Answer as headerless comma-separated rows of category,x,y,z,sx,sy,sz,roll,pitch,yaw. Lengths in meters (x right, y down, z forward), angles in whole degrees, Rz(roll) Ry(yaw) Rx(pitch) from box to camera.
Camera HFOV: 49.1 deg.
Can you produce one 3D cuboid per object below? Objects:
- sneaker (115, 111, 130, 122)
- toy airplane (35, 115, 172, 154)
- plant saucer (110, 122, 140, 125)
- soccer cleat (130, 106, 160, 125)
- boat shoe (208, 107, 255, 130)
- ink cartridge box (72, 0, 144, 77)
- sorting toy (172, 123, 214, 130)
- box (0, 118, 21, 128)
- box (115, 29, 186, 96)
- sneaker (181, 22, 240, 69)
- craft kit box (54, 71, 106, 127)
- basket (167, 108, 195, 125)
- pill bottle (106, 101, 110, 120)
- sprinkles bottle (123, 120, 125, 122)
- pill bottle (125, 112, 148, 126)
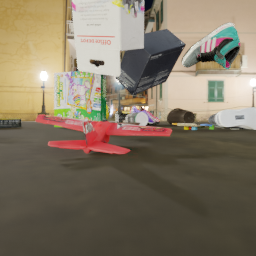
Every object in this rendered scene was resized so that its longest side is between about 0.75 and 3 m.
sneaker,-0.226,-0.635,18.738,1.250,0.891,2.520,2,7,-5
toy airplane,-0.317,0.068,3.324,1.781,0.328,1.781,6,3,0
plant saucer,-0.192,-0.119,11.263,1.393,0.223,1.393,0,1,0
soccer cleat,1.054,-0.705,16.641,0.937,1.006,2.748,3,0,38
boat shoe,3.491,-0.258,8.950,1.998,0.717,0.677,-3,-3,-23
ink cartridge box,-0.471,-2.632,6.473,1.526,2.650,0.899,16,26,37
sorting toy,2.064,-0.026,8.931,0.789,0.191,1.401,5,-1,-44
box,-5.354,-0.206,11.110,1.346,0.416,1.685,-1,1,25
box,1.044,-3.148,13.251,2.619,1.364,2.385,-26,-25,-39
sneaker,3.099,-2.583,10.145,2.225,1.343,0.930,-36,-28,30
craft kit box,-1.901,-1.115,11.002,2.195,2.222,0.539,0,2,27
basket,3.116,-0.614,16.028,1.263,0.953,1.401,-24,15,-18
pill bottle,-2.041,-0.956,14.921,1.649,1.649,2.944,0,1,11
sprinkles bottle,-0.085,-0.294,15.724,0.296,0.296,0.868,0,2,-12
pill bottle,0.362,-0.382,12.692,0.651,0.651,1.150,-1,1,-28
